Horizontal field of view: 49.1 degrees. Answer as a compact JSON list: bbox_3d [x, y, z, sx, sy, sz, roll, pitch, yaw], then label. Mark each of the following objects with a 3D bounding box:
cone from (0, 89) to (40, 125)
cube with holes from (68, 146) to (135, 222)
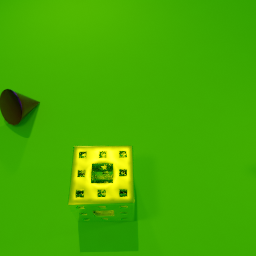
[{"bbox_3d":[-2.874,-0.655,7.876,0.991,0.991,0.995,37,31,21],"label":"cone"},{"bbox_3d":[-0.522,1.263,6.209,1.276,1.276,1.276,-1,57,-1],"label":"cube with holes"}]
